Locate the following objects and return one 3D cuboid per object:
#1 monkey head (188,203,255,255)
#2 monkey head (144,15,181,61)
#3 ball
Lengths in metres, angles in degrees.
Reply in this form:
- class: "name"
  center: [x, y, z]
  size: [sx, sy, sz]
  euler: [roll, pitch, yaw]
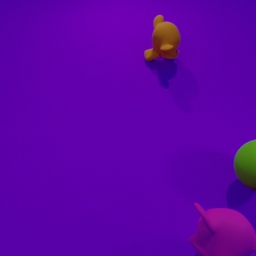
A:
- class: "monkey head"
  center: [1.958, 2.280, 5.432]
  size: [1.953, 1.177, 1.405]
  euler: [27, 15, -12]
- class: "monkey head"
  center: [1.168, -3.088, 10.076]
  size: [1.435, 1.202, 1.994]
  euler: [-17, 53, 12]
- class: "ball"
  center: [3.170, 0.887, 6.636]
  size: [1.236, 1.236, 1.236]
  euler: [0, 51, 0]
